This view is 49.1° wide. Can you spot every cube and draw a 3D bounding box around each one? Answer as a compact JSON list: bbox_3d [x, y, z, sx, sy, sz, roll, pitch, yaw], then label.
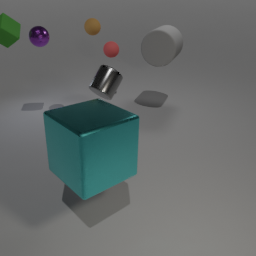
[{"bbox_3d":[-4.203,-3.332,9.603,0.700,0.700,0.700,-22,60,29],"label":"cube"},{"bbox_3d":[-0.747,0.339,5.809,1.400,1.400,1.400,-19,32,-38],"label":"cube"}]

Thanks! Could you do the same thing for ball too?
[{"bbox_3d":[-3.079,-3.168,9.706,0.700,0.700,0.700,0,29,0],"label":"ball"},{"bbox_3d":[-1.514,-4.315,11.945,0.700,0.700,0.700,0,29,0],"label":"ball"},{"bbox_3d":[-0.737,-3.449,12.308,0.700,0.700,0.700,0,29,0],"label":"ball"}]

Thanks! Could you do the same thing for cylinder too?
[{"bbox_3d":[1.383,-3.298,11.202,1.400,1.400,1.400,11,29,18],"label":"cylinder"},{"bbox_3d":[-0.599,-1.226,7.583,0.700,0.700,0.700,22,80,34],"label":"cylinder"}]
